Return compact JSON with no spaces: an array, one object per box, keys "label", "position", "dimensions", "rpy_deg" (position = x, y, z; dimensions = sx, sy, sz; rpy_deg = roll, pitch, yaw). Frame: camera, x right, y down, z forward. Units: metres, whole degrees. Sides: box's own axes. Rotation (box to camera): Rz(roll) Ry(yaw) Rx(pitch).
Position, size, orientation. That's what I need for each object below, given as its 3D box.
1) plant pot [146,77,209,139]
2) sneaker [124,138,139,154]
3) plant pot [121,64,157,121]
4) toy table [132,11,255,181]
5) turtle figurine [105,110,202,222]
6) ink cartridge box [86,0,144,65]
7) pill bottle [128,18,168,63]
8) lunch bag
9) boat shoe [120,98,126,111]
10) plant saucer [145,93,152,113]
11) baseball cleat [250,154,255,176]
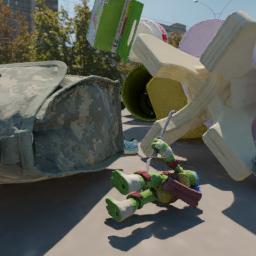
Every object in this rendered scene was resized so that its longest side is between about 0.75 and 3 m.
[{"label":"plant pot","position":[1.736,-0.743,6.901],"dimensions":[1.868,2.117,2.117],"rpy_deg":[-25,-9,33]},{"label":"sneaker","position":[-0.182,0.307,5.319],"dimensions":[0.769,0.346,0.301],"rpy_deg":[-1,7,-9]},{"label":"plant pot","position":[1.094,-1.357,12.228],"dimensions":[2.372,2.372,2.284],"rpy_deg":[1,-5,10]},{"label":"toy table","position":[1.376,-0.590,4.588],"dimensions":[1.716,2.694,2.930],"rpy_deg":[-13,47,-37]},{"label":"turtle figurine","position":[0.183,0.458,2.810],"dimensions":[0.955,0.985,0.709],"rpy_deg":[-11,-21,-38]},{"label":"ink cartridge box","position":[-0.450,-2.996,7.959],"dimensions":[0.851,1.660,2.246],"rpy_deg":[8,28,-22]},{"label":"pill bottle","position":[0.554,-3.071,9.869],"dimensions":[1.459,1.459,2.599],"rpy_deg":[2,17,14]},{"label":"lunch bag","position":[-1.343,-0.027,3.434],"dimensions":[1.991,1.427,2.427],"rpy_deg":[-3,5,16]},{"label":"boat shoe","position":[-0.909,-1.102,14.983],"dimensions":[0.747,0.915,2.477],"rpy_deg":[41,-27,-18]},{"label":"plant saucer","position":[1.228,-1.695,14.416],"dimensions":[2.901,0.521,2.901],"rpy_deg":[-1,-27,0]},{"label":"baseball cleat","position":[1.875,0.459,3.459],"dimensions":[0.988,0.345,0.526],"rpy_deg":[-6,53,-42]}]
